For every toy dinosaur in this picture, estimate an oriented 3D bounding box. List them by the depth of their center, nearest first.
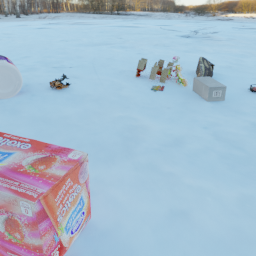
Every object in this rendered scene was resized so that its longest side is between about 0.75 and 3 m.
[{"bbox_3d":[-2.937,-1.883,12.205,1.180,0.603,0.801,36,55,23],"label":"toy dinosaur"}]

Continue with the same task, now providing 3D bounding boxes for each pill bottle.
[{"bbox_3d":[-5.385,-2.271,11.742,1.453,1.453,2.607,-13,29,-26],"label":"pill bottle"}]

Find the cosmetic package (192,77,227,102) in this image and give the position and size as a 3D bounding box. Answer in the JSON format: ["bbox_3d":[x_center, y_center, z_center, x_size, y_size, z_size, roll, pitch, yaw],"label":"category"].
[{"bbox_3d":[3.258,-1.603,11.331,0.790,0.667,1.478,-4,23,-9],"label":"cosmetic package"}]

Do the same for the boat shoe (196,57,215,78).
[{"bbox_3d":[3.898,-2.955,14.101,0.810,0.823,2.210,13,36,5],"label":"boat shoe"}]

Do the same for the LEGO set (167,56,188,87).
[{"bbox_3d":[2.223,-2.466,12.982,0.642,0.794,1.725,-6,62,-6],"label":"LEGO set"}]

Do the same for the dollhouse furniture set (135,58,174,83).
[{"bbox_3d":[1.315,-2.771,13.785,1.738,0.905,1.757,18,29,10],"label":"dollhouse furniture set"}]

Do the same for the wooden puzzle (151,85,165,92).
[{"bbox_3d":[1.301,-1.741,12.249,0.533,0.063,0.899,6,26,12],"label":"wooden puzzle"}]

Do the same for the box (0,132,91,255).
[{"bbox_3d":[-2.229,1.059,4.840,2.910,1.493,1.378,12,29,20],"label":"box"}]

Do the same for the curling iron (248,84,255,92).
[{"bbox_3d":[6.070,-1.427,11.325,2.348,0.300,0.582,21,32,37],"label":"curling iron"}]
